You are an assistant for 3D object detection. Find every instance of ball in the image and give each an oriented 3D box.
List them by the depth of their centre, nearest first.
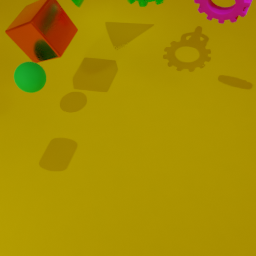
[{"bbox_3d":[-2.528,-1.311,7.257,0.802,0.802,0.802,0,59,0],"label":"ball"}]

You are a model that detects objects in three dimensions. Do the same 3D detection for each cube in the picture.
[{"bbox_3d":[-2.184,-2.497,7.199,1.092,1.092,1.092,-1,54,35],"label":"cube"}]

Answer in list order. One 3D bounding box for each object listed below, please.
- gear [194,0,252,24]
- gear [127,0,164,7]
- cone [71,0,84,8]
[{"bbox_3d":[1.893,-2.577,5.617,1.088,1.088,0.201,21,73,12],"label":"gear"},{"bbox_3d":[0.602,-3.590,6.658,1.604,0.297,1.604,-9,61,17],"label":"gear"},{"bbox_3d":[-1.118,-4.549,7.798,1.637,1.631,1.631,-27,60,12],"label":"cone"}]
